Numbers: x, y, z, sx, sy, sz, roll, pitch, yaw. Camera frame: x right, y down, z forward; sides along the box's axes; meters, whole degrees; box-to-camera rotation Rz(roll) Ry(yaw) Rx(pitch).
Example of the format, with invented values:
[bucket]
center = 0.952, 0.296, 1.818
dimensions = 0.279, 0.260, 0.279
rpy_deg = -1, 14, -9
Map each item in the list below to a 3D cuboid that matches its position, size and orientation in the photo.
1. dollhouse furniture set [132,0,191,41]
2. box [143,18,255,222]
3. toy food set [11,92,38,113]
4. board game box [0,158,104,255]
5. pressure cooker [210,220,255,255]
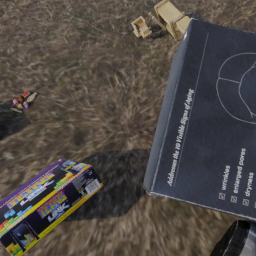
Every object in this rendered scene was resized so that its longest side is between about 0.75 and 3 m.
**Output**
[dollhouse furniture set]
center = 1.225, -3.108, 9.316
dimensions = 1.550, 0.975, 1.753
rpy_deg = -33, 56, 6
[box]
center = 2.034, 0.057, 5.063
dimensions = 2.900, 1.828, 2.950
rpy_deg = 15, 82, 0
[toy food set]
center = -2.920, -0.778, 7.786
dimensions = 0.488, 0.121, 0.768
rpy_deg = 15, 54, 11
[board game box]
center = -1.591, 1.339, 5.250
dimensions = 1.853, 0.525, 1.532
rpy_deg = -38, 21, -28
[pressure cooker]
center = 2.154, 2.595, 4.212
dimensions = 1.981, 1.770, 1.743
rpy_deg = 32, 79, 22
